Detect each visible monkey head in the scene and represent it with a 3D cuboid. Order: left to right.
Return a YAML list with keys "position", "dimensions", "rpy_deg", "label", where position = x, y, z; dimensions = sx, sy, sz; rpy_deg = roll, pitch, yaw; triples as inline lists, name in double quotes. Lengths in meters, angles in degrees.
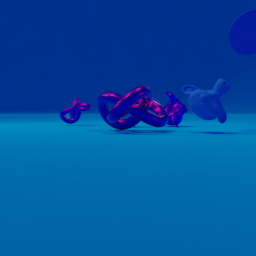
- position: [1.356, -0.587, 8.954]
  dimensions: [1.014, 0.849, 1.409]
  rpy_deg: [45, 3, -26]
  label: "monkey head"
- position: [1.817, -0.639, 6.213]
  dimensions: [1.261, 0.907, 0.760]
  rpy_deg: [40, 3, 2]
  label: "monkey head"

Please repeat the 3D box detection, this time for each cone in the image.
- position: [2.718, -2.325, 6.508]
  dimensions: [0.973, 0.973, 0.976]
  rpy_deg: [0, 32, 2]
  label: "cone"

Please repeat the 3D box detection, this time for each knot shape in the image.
- position: [-1.805, -0.619, 9.684]
  dimensions: [1.145, 0.529, 1.072]
  rpy_deg: [-37, -4, -13]
  label: "knot shape"
- position: [-0.026, -0.427, 6.709]
  dimensions: [1.657, 0.818, 1.771]
  rpy_deg: [-4, -10, 36]
  label: "knot shape"

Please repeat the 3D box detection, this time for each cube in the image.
- position: [-0.078, -0.552, 8.663]
  dimensions: [0.751, 0.751, 0.751]
  rpy_deg: [-44, 13, -9]
  label: "cube"
